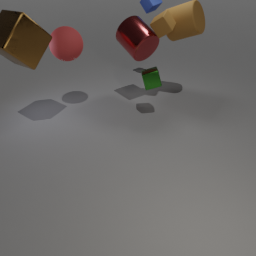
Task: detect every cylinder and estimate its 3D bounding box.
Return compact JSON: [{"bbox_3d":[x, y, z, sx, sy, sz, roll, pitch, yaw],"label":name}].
[{"bbox_3d":[0.411,-3.885,12.197,1.400,1.400,1.400,-24,65,-34],"label":"cylinder"},{"bbox_3d":[2.438,-4.633,12.160,1.400,1.400,1.400,-3,24,36],"label":"cylinder"}]

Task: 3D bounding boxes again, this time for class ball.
[{"bbox_3d":[-2.563,-3.487,11.627,1.400,1.400,1.400,0,31,0],"label":"ball"}]

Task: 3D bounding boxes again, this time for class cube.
[{"bbox_3d":[0.981,-2.091,11.792,0.700,0.700,0.700,-15,26,7],"label":"cube"},{"bbox_3d":[1.149,-6.304,14.021,0.700,0.700,0.700,-34,4,-29],"label":"cube"},{"bbox_3d":[1.438,-4.256,11.466,0.700,0.700,0.700,-18,34,40],"label":"cube"},{"bbox_3d":[-3.854,-3.100,9.872,1.400,1.400,1.400,22,-7,35],"label":"cube"}]
